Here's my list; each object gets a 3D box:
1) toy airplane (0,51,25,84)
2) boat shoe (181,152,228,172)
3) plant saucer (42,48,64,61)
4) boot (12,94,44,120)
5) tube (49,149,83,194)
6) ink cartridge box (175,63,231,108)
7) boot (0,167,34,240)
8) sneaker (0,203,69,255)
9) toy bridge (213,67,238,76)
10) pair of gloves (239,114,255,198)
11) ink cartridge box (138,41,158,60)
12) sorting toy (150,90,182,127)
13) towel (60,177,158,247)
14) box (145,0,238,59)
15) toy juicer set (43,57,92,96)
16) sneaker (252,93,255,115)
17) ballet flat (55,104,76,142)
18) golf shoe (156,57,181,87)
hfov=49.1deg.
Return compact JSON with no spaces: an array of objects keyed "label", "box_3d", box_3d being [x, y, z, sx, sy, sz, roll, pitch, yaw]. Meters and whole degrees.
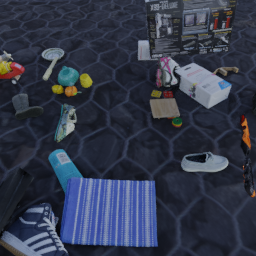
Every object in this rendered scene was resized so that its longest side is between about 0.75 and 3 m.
[{"label":"toy airplane","box_3d":[-5.737,-2.643,12.318,1.828,1.295,1.836,-30,48,-30]},{"label":"boat shoe","box_3d":[2.499,1.062,9.004,1.542,0.549,0.538,-4,44,-4]},{"label":"plant saucer","box_3d":[-3.758,-3.647,14.108,1.098,0.276,1.098,0,44,0]},{"label":"boot","box_3d":[-4.025,-0.920,11.215,1.162,0.464,1.278,-11,38,-14]},{"label":"tube","box_3d":[-1.717,1.594,8.521,0.857,0.558,2.214,-30,56,-15]},{"label":"ink cartridge box","box_3d":[3.083,-1.856,11.910,1.234,0.727,2.144,-26,50,-25]},{"label":"boot","box_3d":[-3.728,2.469,7.131,2.272,0.905,2.757,-30,28,19]},{"label":"sneaker","box_3d":[-1.886,2.805,6.963,2.501,0.877,1.357,19,49,23]},{"label":"toy bridge","box_3d":[4.422,-2.634,13.111,1.457,0.198,0.490,-17,44,-17]},{"label":"pair of gloves","box_3d":[2.836,0.692,6.719,0.220,1.589,1.783,-6,63,25]},{"label":"ink cartridge box","box_3d":[1.084,-3.859,13.905,1.178,0.853,0.495,-1,43,-1]},{"label":"sorting toy","box_3d":[1.408,-0.745,11.026,1.013,0.355,2.102,-4,45,-4]},{"label":"towel","box_3d":[-0.485,2.238,7.693,2.563,0.306,1.856,3,55,-2]},{"label":"box","box_3d":[2.148,-3.696,9.894,2.987,2.355,0.743,-4,52,8]},{"label":"toy juicer set","box_3d":[-2.838,-2.097,12.350,2.352,0.640,1.496,32,70,25]},{"label":"sneaker","box_3d":[5.464,-1.044,11.246,0.789,0.660,1.738,21,54,7]},{"label":"ballet flat","box_3d":[-2.240,-0.217,10.311,0.696,0.696,1.876,-1,47,-1]},{"label":"golf shoe","box_3d":[1.834,-2.689,12.667,1.082,0.853,2.351,-1,50,11]}]
